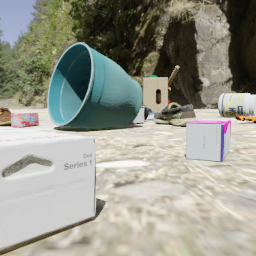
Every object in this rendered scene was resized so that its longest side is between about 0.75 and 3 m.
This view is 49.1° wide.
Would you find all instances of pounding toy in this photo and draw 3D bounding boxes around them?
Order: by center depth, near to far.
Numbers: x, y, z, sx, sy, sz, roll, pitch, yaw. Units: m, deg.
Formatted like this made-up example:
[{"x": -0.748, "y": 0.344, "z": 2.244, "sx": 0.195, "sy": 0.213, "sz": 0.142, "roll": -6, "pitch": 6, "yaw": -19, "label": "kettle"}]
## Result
[{"x": 2.043, "y": -2.289, "z": 17.951, "sx": 2.131, "sy": 2.998, "sz": 2.760, "roll": 0, "pitch": 5, "yaw": 3, "label": "pounding toy"}]

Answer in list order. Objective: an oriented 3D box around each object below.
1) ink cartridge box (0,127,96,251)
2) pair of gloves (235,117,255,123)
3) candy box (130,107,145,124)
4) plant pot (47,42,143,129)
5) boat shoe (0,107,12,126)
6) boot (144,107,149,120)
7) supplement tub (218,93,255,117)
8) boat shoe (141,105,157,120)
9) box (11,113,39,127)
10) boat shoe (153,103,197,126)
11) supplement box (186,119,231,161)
[{"x": -0.923, "y": 0.291, "z": 1.783, "sx": 1.245, "sy": 0.525, "sz": 0.910, "roll": 5, "pitch": 7, "yaw": 44, "label": "ink cartridge box"}, {"x": 5.185, "y": -0.260, "z": 10.378, "sx": 1.717, "sy": 0.238, "sz": 1.927, "roll": -2, "pitch": 8, "yaw": -36, "label": "pair of gloves"}, {"x": -0.623, "y": -0.468, "z": 10.295, "sx": 2.079, "sy": 0.634, "sz": 1.418, "roll": -2, "pitch": 5, "yaw": -28, "label": "candy box"}, {"x": -0.844, "y": -1.001, "z": 8.270, "sx": 2.175, "sy": 2.315, "sz": 2.315, "roll": 14, "pitch": -6, "yaw": -41, "label": "plant pot"}, {"x": -4.332, "y": -0.400, "z": 9.633, "sx": 1.813, "sy": 0.612, "sz": 0.653, "roll": 5, "pitch": 7, "yaw": 44, "label": "boat shoe"}, {"x": -0.005, "y": -0.584, "z": 11.754, "sx": 1.184, "sy": 0.596, "sz": 1.584, "roll": 5, "pitch": -10, "yaw": -39, "label": "boot"}, {"x": 6.010, "y": -1.230, "z": 15.305, "sx": 1.828, "sy": 1.325, "sz": 1.325, "roll": 3, "pitch": 6, "yaw": 34, "label": "supplement tub"}, {"x": 0.767, "y": -0.754, "z": 13.343, "sx": 0.748, "sy": 0.707, "sz": 2.086, "roll": -3, "pitch": 5, "yaw": -30, "label": "boat shoe"}, {"x": -3.307, "y": -0.271, "z": 9.033, "sx": 0.416, "sy": 0.451, "sz": 0.878, "roll": 0, "pitch": 5, "yaw": 18, "label": "box"}, {"x": 1.640, "y": -0.498, "z": 9.820, "sx": 0.875, "sy": 0.775, "sz": 2.390, "roll": -2, "pitch": 5, "yaw": -24, "label": "boat shoe"}, {"x": 1.159, "y": 0.136, "z": 3.943, "sx": 0.490, "sy": 0.480, "sz": 0.948, "roll": 2, "pitch": 5, "yaw": 27, "label": "supplement box"}]
